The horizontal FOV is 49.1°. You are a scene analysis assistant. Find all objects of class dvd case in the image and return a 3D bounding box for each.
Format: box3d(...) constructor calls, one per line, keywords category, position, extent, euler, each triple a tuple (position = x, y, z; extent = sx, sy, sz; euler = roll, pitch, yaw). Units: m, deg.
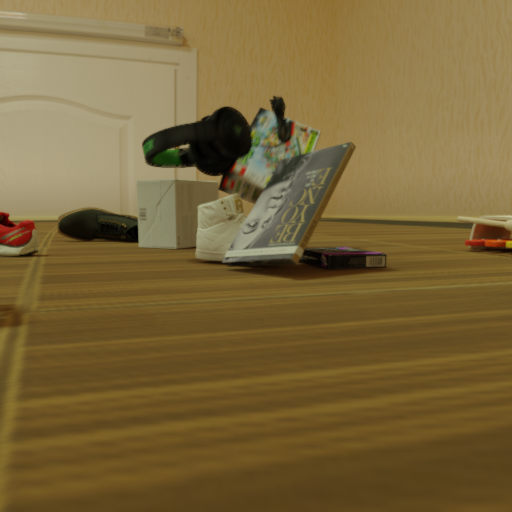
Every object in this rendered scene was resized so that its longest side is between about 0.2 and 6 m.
box3d(category="dvd case", position=(0.484, -0.781, 8.690), extent=(0.177, 2.210, 1.644), euler=(42, -27, -30))

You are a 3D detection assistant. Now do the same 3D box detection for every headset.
box3d(category="headset", position=(-0.681, -2.227, 10.165), extent=(2.788, 1.310, 1.722), euler=(-8, -3, -19))

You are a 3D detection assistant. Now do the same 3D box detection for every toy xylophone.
box3d(category="toy xylophone", position=(5.626, -0.429, 11.698), extent=(2.304, 0.791, 3.147), euler=(-1, 5, -11))

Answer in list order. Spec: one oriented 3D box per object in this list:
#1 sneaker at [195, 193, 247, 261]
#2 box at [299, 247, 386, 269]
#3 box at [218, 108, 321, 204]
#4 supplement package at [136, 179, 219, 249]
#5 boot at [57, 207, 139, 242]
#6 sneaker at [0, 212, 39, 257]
box3d(category="sneaker", position=(-0.231, -0.496, 9.599), extent=(2.007, 1.160, 0.739), euler=(3, 7, 31))
box3d(category="box", position=(1.400, 0.025, 9.728), extent=(1.071, 0.270, 1.498), euler=(-1, 7, -19))
box3d(category="box", position=(0.363, -2.065, 11.919), extent=(1.542, 0.486, 2.801), euler=(22, 44, 0))
box3d(category="supplement package", position=(-1.894, -1.041, 13.761), extent=(1.249, 1.624, 1.698), euler=(3, 6, 32))
box3d(category="boot", position=(-4.062, -0.793, 15.396), extent=(2.488, 0.964, 1.721), euler=(-4, 11, -26))
box3d(category="sneaker", position=(-5.331, -0.465, 11.557), extent=(2.094, 0.889, 0.806), euler=(2, 6, 19))
